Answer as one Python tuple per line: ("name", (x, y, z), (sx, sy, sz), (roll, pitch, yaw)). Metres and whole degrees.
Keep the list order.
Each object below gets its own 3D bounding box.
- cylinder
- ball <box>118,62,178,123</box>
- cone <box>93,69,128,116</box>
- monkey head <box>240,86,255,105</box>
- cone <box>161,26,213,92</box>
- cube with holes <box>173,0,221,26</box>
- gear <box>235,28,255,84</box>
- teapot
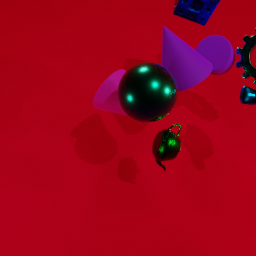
("cylinder", (2.317, -1.894, 7.402), (0.905, 0.905, 0.905), (31, 16, 20))
("ball", (0.380, -0.686, 5.454), (1.166, 1.166, 1.166), (0, 54, 0))
("cone", (-0.008, -0.566, 6.662), (1.177, 1.173, 1.173), (41, 63, 13))
("monkey head", (3.049, -0.652, 5.813), (1.177, 0.986, 1.636), (11, 81, -10))
("cone", (1.065, -1.700, 6.322), (1.299, 1.303, 1.299), (-24, 28, 14))
("cube with holes", (1.801, -3.433, 7.229), (0.925, 0.925, 0.925), (17, 58, -7))
("gear", (3.384, -1.764, 6.856), (1.391, 1.391, 0.257), (37, 28, 23))
("teapot", (0.855, 0.429, 6.052), (0.564, 1.151, 0.716), (17, 15, -14))
